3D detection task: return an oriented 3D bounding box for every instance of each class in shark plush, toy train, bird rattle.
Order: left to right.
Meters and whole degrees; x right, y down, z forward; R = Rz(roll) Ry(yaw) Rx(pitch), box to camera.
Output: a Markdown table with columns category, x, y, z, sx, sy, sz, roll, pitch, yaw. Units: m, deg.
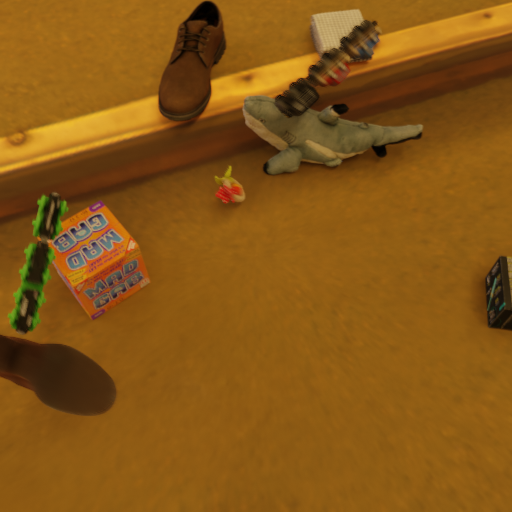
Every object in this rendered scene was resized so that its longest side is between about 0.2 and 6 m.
| category | x | y | z | sx | sy | sz | roll | pitch | yaw |
| --- | --- | --- | --- | --- | --- | --- | --- | --- | --- |
| toy train | -2.812 | 0.089 | 7.197 | 0.386 | 0.522 | 1.852 | 15 | 76 | -25 |
| bird rattle | -0.422 | -1.215 | 10.077 | 0.434 | 0.628 | 0.770 | -41 | 44 | 22 |
| shark plush | 1.380 | -2.262 | 10.439 | 3.269 | 1.362 | 1.485 | 15 | 59 | 9 |
| toy train | 1.304 | -3.205 | 9.615 | 2.461 | 0.420 | 0.564 | -44 | 106 | -13 |

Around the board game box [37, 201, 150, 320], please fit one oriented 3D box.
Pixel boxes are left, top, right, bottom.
| category | x | y | z | sx | sy | sz | roll | pitch | yaw |
| --- | --- | --- | --- | --- | --- | --- | --- | --- | --- |
| board game box | -2.599 | 0.081 | 9.107 | 1.159 | 1.160 | 1.159 | -34 | 64 | -19 |

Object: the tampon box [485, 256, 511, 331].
| category | x | y | z | sx | sy | sz | roll | pitch | yaw |
| --- | --- | --- | --- | --- | --- | --- | --- | --- | --- |
| tampon box | 4.142 | 0.619 | 9.024 | 0.618 | 0.733 | 0.978 | 8 | 59 | 5 |

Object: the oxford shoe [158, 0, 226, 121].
| category | x | y | z | sx | sy | sz | roll | pitch | yaw |
| --- | --- | --- | --- | --- | --- | --- | --- | --- | --- |
| oxford shoe | -1.403 | -4.142 | 11.656 | 1.135 | 1.319 | 3.124 | 8 | 60 | 3 |

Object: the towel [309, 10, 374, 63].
| category | x | y | z | sx | sy | sz | roll | pitch | yaw |
| --- | --- | --- | --- | --- | --- | --- | --- | --- | --- |
| towel | 1.899 | -4.828 | 12.496 | 1.192 | 0.616 | 1.440 | -7 | 57 | -6 |

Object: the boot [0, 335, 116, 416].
| category | x | y | z | sx | sy | sz | roll | pitch | yaw |
| --- | --- | --- | --- | --- | --- | --- | --- | --- | --- |
| boot | -2.218 | 1.531 | 6.982 | 1.882 | 2.019 | 0.649 | 20 | 74 | 16 |
